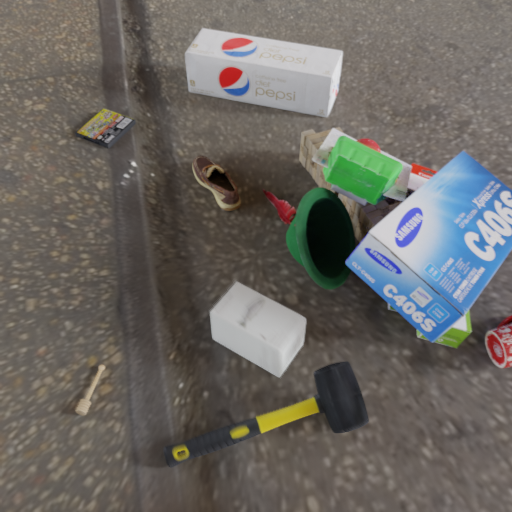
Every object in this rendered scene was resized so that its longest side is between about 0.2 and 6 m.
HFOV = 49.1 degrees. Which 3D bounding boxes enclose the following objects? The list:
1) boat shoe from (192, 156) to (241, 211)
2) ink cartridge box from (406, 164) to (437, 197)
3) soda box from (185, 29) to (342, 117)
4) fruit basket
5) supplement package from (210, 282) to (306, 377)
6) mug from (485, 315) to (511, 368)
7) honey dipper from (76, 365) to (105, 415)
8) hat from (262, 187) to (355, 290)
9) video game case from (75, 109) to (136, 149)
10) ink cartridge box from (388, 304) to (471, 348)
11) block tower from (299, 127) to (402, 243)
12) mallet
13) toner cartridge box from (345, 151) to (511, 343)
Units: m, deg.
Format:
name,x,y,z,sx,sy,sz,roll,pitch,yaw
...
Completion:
name,x,y,z,sx,sy,sz,roll,pitch,yaw
boat shoe,-0.858,-1.704,11.971,0.619,0.618,1.717,-22,53,-17
ink cartridge box,3.628,-1.646,12.168,0.890,0.312,1.095,24,58,19
soda box,0.178,-4.605,14.024,3.723,1.185,1.268,13,51,11
fruit basket,2.086,-1.750,10.850,1.836,0.929,1.983,26,28,4
supplement package,0.025,1.223,9.398,1.393,0.817,0.814,26,54,21
mug,4.501,1.429,9.428,1.175,1.043,0.784,-14,88,-6
honey dipper,-2.651,2.150,9.072,0.168,0.168,0.885,11,48,9
hat,0.655,-0.271,10.831,1.963,1.847,2.230,-10,20,38
video game case,-3.601,-3.065,13.424,0.983,0.139,1.088,22,54,17
ink cartridge box,2.873,0.853,9.670,1.438,0.545,1.063,15,47,-2
block tower,1.984,-1.449,11.612,0.911,0.851,3.150,-19,53,-16
mallet,0.205,2.657,8.414,3.109,0.640,1.024,-25,80,-7
toner cartridge box,3.394,-0.366,9.831,1.887,0.857,3.972,42,47,12
